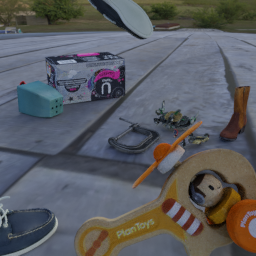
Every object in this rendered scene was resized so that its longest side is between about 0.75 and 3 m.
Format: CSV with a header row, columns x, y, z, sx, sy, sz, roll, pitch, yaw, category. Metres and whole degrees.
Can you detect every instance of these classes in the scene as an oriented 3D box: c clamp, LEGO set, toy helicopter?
x,y,z,sx,sy,sz,roll,pitch,yaw,category
0.071,0.236,8.064,1.570,0.249,1.838,15,25,20,c clamp
1.499,-0.052,8.474,1.466,0.640,2.257,-2,36,1,LEGO set
0.550,1.127,4.188,2.899,1.917,1.143,-21,-3,-5,toy helicopter

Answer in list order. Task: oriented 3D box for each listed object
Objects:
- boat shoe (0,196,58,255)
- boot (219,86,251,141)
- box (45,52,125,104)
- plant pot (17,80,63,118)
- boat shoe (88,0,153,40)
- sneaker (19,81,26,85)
x,y,z,sx,sy,sz,roll,pitch,yaw,category
-2.188,1.570,4.342,2.115,0.654,0.792,-7,24,-16,boat shoe
3.115,-0.435,8.025,1.350,1.434,0.491,-18,29,-36,boot
-1.755,-2.121,11.697,2.874,1.649,1.899,-12,28,-23,box
-3.021,-0.937,9.890,1.403,0.992,0.991,22,30,26,plant pot
-0.252,-3.488,8.433,0.889,2.350,0.709,-47,6,-29,boat shoe
-4.716,-1.917,12.705,0.422,0.465,1.095,-6,24,-14,sneaker
